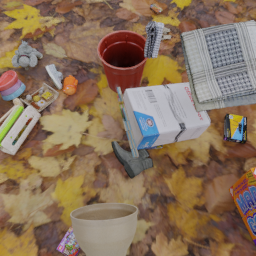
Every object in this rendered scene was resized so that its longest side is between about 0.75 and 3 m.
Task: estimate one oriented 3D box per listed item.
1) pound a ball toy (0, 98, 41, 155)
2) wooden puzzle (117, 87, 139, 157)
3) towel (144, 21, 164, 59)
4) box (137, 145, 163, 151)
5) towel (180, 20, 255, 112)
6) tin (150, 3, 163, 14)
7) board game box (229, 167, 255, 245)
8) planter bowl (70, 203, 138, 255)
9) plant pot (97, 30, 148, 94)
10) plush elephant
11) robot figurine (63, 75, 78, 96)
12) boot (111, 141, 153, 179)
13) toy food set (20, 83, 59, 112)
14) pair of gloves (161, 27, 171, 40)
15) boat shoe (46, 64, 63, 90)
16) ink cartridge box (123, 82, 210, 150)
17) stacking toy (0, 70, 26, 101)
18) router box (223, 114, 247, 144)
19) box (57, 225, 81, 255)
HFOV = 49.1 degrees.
[{"bbox_3d":[-4.567,-0.087,11.489,1.471,0.959,2.256,7,58,36],"label":"pound a ball toy"},{"bbox_3d":[-0.013,-0.080,8.059,0.167,2.383,1.413,-15,25,1],"label":"wooden puzzle"},{"bbox_3d":[0.845,-3.032,9.606,0.569,1.101,1.330,11,27,3],"label":"towel"},{"bbox_3d":[0.713,0.078,11.591,1.163,0.339,1.698,-7,61,-4],"label":"box"},{"bbox_3d":[3.141,-1.967,8.859,2.614,0.469,2.715,-11,86,-6],"label":"towel"},{"bbox_3d":[1.552,-6.553,15.402,0.459,0.172,0.820,-35,66,-13],"label":"tin"},{"bbox_3d":[5.112,2.415,9.207,2.208,2.206,2.207,-15,62,-8],"label":"board game box"},{"bbox_3d":[-0.728,3.360,8.951,2.154,2.154,1.449,-2,88,-1],"label":"planter bowl"},{"bbox_3d":[-0.181,-2.677,12.140,2.130,2.071,2.130,0,61,-1],"label":"plant pot"},{"bbox_3d":[-4.741,-3.230,13.036,1.196,1.452,1.124,6,79,-5],"label":"plush elephant"},{"bbox_3d":[-2.589,-1.900,12.569,0.700,0.567,0.973,-2,61,-4],"label":"robot figurine"},{"bbox_3d":[0.170,1.041,10.918,1.116,0.578,1.708,-31,73,-12],"label":"boot"},{"bbox_3d":[-3.860,-1.375,12.273,0.984,0.414,1.371,33,56,17],"label":"toy food set"},{"bbox_3d":[1.816,-4.846,14.451,0.759,0.156,0.893,-1,59,4],"label":"pair of gloves"},{"bbox_3d":[-3.282,-2.409,12.868,0.546,0.535,1.532,-29,62,-10],"label":"boat shoe"},{"bbox_3d":[1.415,-0.523,11.047,2.919,1.229,2.111,-9,63,-20],"label":"ink cartridge box"},{"bbox_3d":[-5.864,-1.368,12.314,2.326,1.085,2.569,21,58,41],"label":"stacking toy"},{"bbox_3d":[4.465,0.023,11.642,0.875,0.300,1.174,10,61,5],"label":"router box"},{"bbox_3d":[-1.862,3.858,9.562,0.676,0.193,0.988,26,64,14],"label":"box"}]
